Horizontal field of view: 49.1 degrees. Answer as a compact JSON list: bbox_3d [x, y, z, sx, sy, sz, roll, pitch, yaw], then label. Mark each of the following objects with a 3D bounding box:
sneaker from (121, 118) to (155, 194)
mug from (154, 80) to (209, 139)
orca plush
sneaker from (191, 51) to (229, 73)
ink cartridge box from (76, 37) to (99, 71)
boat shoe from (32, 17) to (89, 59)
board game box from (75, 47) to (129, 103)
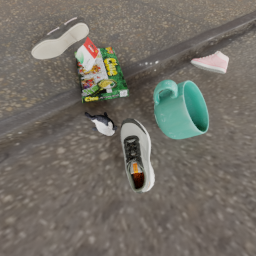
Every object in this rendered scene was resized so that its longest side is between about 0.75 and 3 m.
[{"bbox_3d":[0.195,0.608,6.132,0.627,1.696,0.673,-13,-1,16],"label":"sneaker"},{"bbox_3d":[1.275,-0.538,7.360,1.055,1.707,1.402,-19,15,36],"label":"mug"},{"bbox_3d":[-0.689,-0.211,7.273,0.669,1.271,0.452,-13,65,30],"label":"orca plush"},{"bbox_3d":[2.950,-2.425,10.003,1.294,0.676,0.487,21,3,26],"label":"sneaker"},{"bbox_3d":[-1.213,-2.189,8.298,0.193,0.772,0.621,-27,73,-39],"label":"ink cartridge box"},{"bbox_3d":[-2.569,-3.410,10.654,2.433,0.813,0.693,-24,51,13],"label":"boat shoe"},{"bbox_3d":[-1.005,-1.965,9.850,1.524,0.341,2.909,-9,44,-9],"label":"board game box"}]
